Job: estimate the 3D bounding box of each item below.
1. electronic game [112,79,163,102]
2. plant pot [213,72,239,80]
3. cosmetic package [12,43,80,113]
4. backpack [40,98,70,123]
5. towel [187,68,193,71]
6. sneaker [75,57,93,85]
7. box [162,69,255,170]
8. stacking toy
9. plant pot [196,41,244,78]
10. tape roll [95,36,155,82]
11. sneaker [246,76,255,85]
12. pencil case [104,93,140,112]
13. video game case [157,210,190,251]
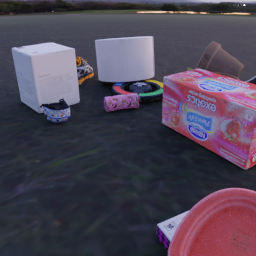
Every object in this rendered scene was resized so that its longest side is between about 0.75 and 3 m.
[{"bbox_3d":[0.477,-1.517,10.796,2.191,0.456,2.191,0,27,0],"label":"electronic game"},{"bbox_3d":[3.103,-1.457,10.286,1.755,0.810,1.755,1,27,0],"label":"plant pot"},{"bbox_3d":[-2.815,-1.793,9.685,1.597,1.936,1.595,-21,33,-35],"label":"cosmetic package"},{"bbox_3d":[-2.154,-0.502,8.598,0.809,0.623,0.770,-22,25,-34],"label":"backpack"},{"bbox_3d":[2.540,-1.351,9.505,1.079,1.502,0.171,24,64,36],"label":"towel"},{"bbox_3d":[-2.209,-2.711,12.543,1.064,1.049,2.718,1,25,5],"label":"sneaker"},{"bbox_3d":[2.362,-0.415,7.356,1.418,1.537,2.996,-18,33,-29],"label":"box"},{"bbox_3d":[1.593,2.225,2.924,2.792,1.179,2.527,28,65,27],"label":"stacking toy"},{"bbox_3d":[3.766,-2.410,11.459,1.581,1.812,1.812,29,35,17],"label":"plant pot"},{"bbox_3d":[-0.128,-2.961,11.897,2.439,1.674,2.439,-4,17,1],"label":"tape roll"},{"bbox_3d":[3.812,-0.876,9.238,2.934,1.242,1.068,-23,63,-7],"label":"sneaker"},{"bbox_3d":[-0.214,-0.859,9.442,1.219,0.505,0.527,-8,19,-16],"label":"pencil case"},{"bbox_3d":[1.623,1.863,4.175,1.696,0.335,1.871,-14,30,-24],"label":"video game case"}]
